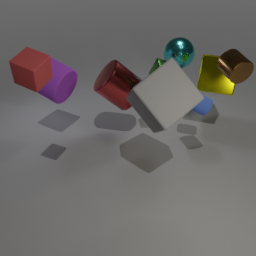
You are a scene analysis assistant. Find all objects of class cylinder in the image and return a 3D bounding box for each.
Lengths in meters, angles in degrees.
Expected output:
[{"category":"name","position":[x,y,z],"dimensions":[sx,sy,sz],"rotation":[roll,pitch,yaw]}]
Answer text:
[{"category":"cylinder","position":[2.679,-0.907,10.471],"dimensions":[0.700,0.700,0.700],"rotation":[26,31,-7]},{"category":"cylinder","position":[-2.834,-1.820,10.367],"dimensions":[1.400,1.400,1.400],"rotation":[30,38,10]},{"category":"cylinder","position":[2.911,-1.680,7.624],"dimensions":[0.700,0.700,0.700],"rotation":[-9,46,-15]},{"category":"cylinder","position":[-0.341,-1.600,10.559],"dimensions":[1.400,1.400,1.400],"rotation":[34,20,-26]}]

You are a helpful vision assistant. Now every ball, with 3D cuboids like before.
[{"category":"ball","position":[2.328,-3.402,12.759],"dimensions":[1.400,1.400,1.400],"rotation":[0,31,0]}]

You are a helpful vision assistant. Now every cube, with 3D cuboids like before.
[{"category":"cube","position":[1.229,-1.913,9.849],"dimensions":[0.700,0.700,0.700],"rotation":[13,41,-21]},{"category":"cube","position":[3.653,-2.129,11.309],"dimensions":[1.400,1.400,1.400],"rotation":[12,13,17]},{"category":"cube","position":[0.976,-0.847,7.915],"dimensions":[1.400,1.400,1.400],"rotation":[-39,2,-8]},{"category":"cube","position":[-2.373,-1.445,6.935],"dimensions":[0.700,0.700,0.700],"rotation":[23,51,10]}]
